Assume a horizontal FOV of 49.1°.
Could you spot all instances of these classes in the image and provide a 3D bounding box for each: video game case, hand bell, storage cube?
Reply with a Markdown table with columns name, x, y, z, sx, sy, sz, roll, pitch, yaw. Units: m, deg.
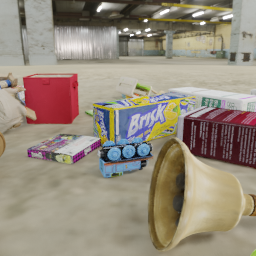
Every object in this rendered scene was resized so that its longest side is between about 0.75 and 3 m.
| name | x | y | z | sx | sy | sz | roll | pitch | yaw |
| --- | --- | --- | --- | --- | --- | --- | --- | --- | --- |
| video game case | -1.438 | 0.445 | 6.511 | 1.178 | 0.233 | 1.300 | 6 | 17 | 20 |
| hand bell | 1.649 | 0.998 | 3.568 | 2.549 | 1.327 | 1.327 | 11 | 14 | -10 |
| storage cube | -2.487 | -1.020 | 9.393 | 1.693 | 1.522 | 1.447 | 1 | 15 | -1 |

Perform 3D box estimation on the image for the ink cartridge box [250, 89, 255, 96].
| name | x | y | z | sx | sy | sz | roll | pitch | yaw |
| --- | --- | --- | --- | --- | --- | --- | --- | --- | --- |
| ink cartridge box | 6.478 | -1.516 | 13.044 | 0.883 | 0.507 | 1.216 | -14 | 21 | -40 |

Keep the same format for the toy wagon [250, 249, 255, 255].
| name | x | y | z | sx | sy | sz | roll | pitch | yaw |
| --- | --- | --- | --- | --- | --- | --- | --- | --- | --- |
| toy wagon | 1.334 | 1.676 | 1.706 | 2.297 | 0.454 | 1.782 | -15 | 21 | -41 |

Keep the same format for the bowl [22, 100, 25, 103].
| name | x | y | z | sx | sy | sz | roll | pitch | yaw |
| --- | --- | --- | --- | --- | --- | --- | --- | --- | --- |
| bowl | -4.316 | -0.848 | 10.896 | 0.950 | 0.186 | 0.950 | 10 | 24 | -4 |

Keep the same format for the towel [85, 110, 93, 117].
| name | x | y | z | sx | sy | sz | roll | pitch | yaw |
| --- | --- | --- | --- | --- | --- | --- | --- | --- | --- |
| towel | -0.962 | -0.575 | 10.421 | 1.090 | 0.167 | 0.813 | -11 | 17 | -27 |

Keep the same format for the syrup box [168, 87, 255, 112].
| name | x | y | z | sx | sy | sz | roll | pitch | yaw |
| --- | --- | --- | --- | --- | --- | --- | --- | --- | --- |
| syrup box | 2.513 | -0.560 | 8.538 | 1.105 | 1.068 | 2.713 | -10 | 19 | -35 |

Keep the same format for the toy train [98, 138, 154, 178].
| name | x | y | z | sx | sy | sz | roll | pitch | yaw |
| --- | --- | --- | --- | --- | --- | --- | --- | --- | --- |
| toy train | -0.045 | 0.559 | 5.366 | 1.099 | 0.628 | 0.476 | -6 | 23 | -20 |

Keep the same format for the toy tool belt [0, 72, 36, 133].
| name | x | y | z | sx | sy | sz | roll | pitch | yaw |
| --- | --- | --- | --- | --- | --- | --- | --- | --- | --- |
| toy tool belt | -3.805 | -1.016 | 8.115 | 1.475 | 2.363 | 1.452 | -41 | -5 | 28 |

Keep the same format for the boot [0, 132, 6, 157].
| name | x | y | z | sx | sy | sz | roll | pitch | yaw |
| --- | --- | --- | --- | --- | --- | --- | --- | --- | --- |
| boot | -2.750 | 0.855 | 4.068 | 2.343 | 0.885 | 2.675 | -20 | 24 | -30 |

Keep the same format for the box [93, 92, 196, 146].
| name | x | y | z | sx | sy | sz | roll | pitch | yaw |
| --- | --- | --- | --- | --- | --- | --- | --- | --- | --- |
| box | 0.533 | -0.301 | 7.655 | 2.993 | 1.049 | 0.962 | -12 | 20 | -37 |

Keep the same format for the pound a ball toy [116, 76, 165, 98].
| name | x | y | z | sx | sy | sz | roll | pitch | yaw |
| --- | --- | --- | --- | --- | --- | --- | --- | --- | --- |
| pound a ball toy | 0.506 | -1.646 | 13.200 | 1.483 | 0.966 | 2.274 | 21 | 5 | -28 |

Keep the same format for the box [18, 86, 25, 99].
| name | x | y | z | sx | sy | sz | roll | pitch | yaw |
| --- | --- | --- | --- | --- | --- | --- | --- | --- | --- |
| box | -6.186 | -1.564 | 13.101 | 2.197 | 0.580 | 2.818 | 0 | 16 | -1 |

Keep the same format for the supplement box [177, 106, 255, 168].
| name | x | y | z | sx | sy | sz | roll | pitch | yaw |
| --- | --- | --- | --- | --- | --- | --- | --- | --- | --- |
| supplement box | 2.743 | 0.193 | 6.167 | 2.941 | 0.895 | 1.601 | 10 | 18 | 34 |
